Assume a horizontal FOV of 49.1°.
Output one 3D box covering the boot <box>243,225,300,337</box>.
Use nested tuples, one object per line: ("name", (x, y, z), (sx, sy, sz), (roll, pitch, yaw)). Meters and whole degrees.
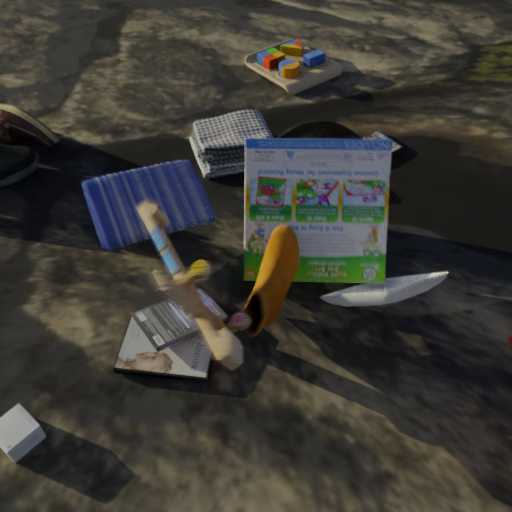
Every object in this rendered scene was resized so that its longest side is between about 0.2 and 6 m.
("boot", (0.218, 0.361, 8.231), (0.539, 1.531, 1.096), (12, 15, 17))

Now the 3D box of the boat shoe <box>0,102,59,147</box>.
("boat shoe", (-5.327, -2.716, 11.788), (2.462, 0.888, 0.886), (25, 83, 8))

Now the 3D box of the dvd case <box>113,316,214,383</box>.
("dvd case", (-1.327, 1.386, 8.443), (1.429, 0.125, 1.020), (5, 46, 5))

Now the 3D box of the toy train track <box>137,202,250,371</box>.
("toy train track", (-0.943, 0.203, 8.302), (0.557, 1.965, 3.427), (-38, 49, 2))

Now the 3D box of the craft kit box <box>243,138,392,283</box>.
("craft kit box", (0.961, -0.722, 9.035), (2.319, 2.291, 0.563), (2, 7, 2))

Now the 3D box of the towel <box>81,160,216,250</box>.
("towel", (-1.910, -0.946, 9.975), (2.058, 0.245, 1.490), (-16, 65, -22))

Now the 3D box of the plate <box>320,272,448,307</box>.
("plate", (1.938, 0.528, 8.451), (1.419, 1.416, 0.229), (-13, 90, -35))

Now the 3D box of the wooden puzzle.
("wooden puzzle", (0.915, -4.795, 13.778), (1.744, 0.436, 1.883), (-28, 54, -23))

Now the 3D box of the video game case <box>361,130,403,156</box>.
("video game case", (2.509, -2.289, 11.760), (0.850, 0.108, 0.768), (-30, 54, -24))

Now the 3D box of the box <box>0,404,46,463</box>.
("box", (-3.186, 2.357, 7.457), (0.507, 0.333, 0.510), (34, 56, 26))

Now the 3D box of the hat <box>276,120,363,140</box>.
("hat", (1.009, -1.131, 9.840), (2.399, 2.399, 0.968), (6, 11, 5))

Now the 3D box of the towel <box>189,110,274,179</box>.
("towel", (-0.492, -2.347, 11.422), (1.608, 0.688, 1.332), (-11, 48, -10))

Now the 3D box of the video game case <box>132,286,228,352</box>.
("video game case", (-1.181, 0.946, 8.701), (1.221, 0.116, 0.872), (-21, 44, -28))

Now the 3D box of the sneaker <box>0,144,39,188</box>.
("sneaker", (-5.528, -2.024, 10.681), (2.463, 1.411, 0.942), (-1, 50, -4))

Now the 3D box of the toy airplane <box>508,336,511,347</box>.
("toy airplane", (5.548, 1.266, 8.257), (3.260, 0.600, 3.260), (-1, 49, 1))
